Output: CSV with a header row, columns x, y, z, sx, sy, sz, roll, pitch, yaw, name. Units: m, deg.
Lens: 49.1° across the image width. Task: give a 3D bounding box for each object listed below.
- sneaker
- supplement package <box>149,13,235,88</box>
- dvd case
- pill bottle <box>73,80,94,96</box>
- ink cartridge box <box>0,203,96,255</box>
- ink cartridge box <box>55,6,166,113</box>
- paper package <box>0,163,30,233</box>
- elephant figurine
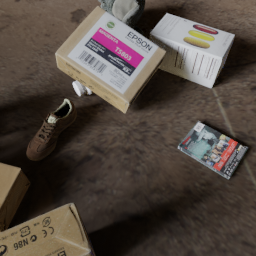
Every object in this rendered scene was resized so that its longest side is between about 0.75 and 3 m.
x,y,z,sx,sy,sz,roll,pitch,yaw,name
-2.370,-0.036,8.478,0.763,0.818,2.166,22,57,15,sneaker
2.203,-2.803,10.094,2.595,1.421,1.476,24,58,16,supplement package
2.538,0.610,8.409,1.690,0.186,1.233,32,60,20,dvd case
-1.214,-1.597,9.669,1.281,0.718,0.718,-30,60,-19,pill bottle
-2.051,2.826,5.495,2.803,2.309,1.053,-22,57,-15,ink cartridge box
-0.530,-2.194,9.008,2.753,1.034,2.268,34,74,2,ink cartridge box
-3.689,1.682,7.211,1.681,0.870,1.603,12,55,8,paper package
-0.243,-4.183,11.085,2.042,2.239,2.886,18,56,-39,elephant figurine
